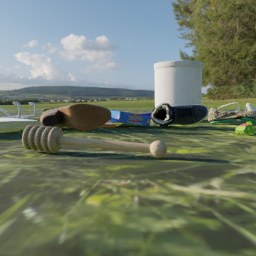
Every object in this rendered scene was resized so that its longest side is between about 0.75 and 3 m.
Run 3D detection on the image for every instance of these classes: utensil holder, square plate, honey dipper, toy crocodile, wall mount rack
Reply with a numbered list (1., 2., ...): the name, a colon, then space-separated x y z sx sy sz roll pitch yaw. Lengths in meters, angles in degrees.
1. utensil holder: 2.521 -1.797 14.193 2.453 2.886 2.453 1 5 0
2. square plate: -4.853 -0.072 8.916 2.758 0.396 2.784 4 7 33
3. honey dipper: -0.619 0.266 4.970 2.620 0.498 0.498 4 6 16
4. toy crocodile: 3.474 0.012 8.272 0.373 0.342 1.106 4 7 40
5. wall mount rack: -6.240 -0.901 14.239 2.558 1.098 2.945 0 4 7

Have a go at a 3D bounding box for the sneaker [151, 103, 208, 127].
1. sneaker: 1.942 -0.520 10.514 2.220 0.844 1.604 -9 -7 9

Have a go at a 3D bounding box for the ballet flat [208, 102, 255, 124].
1. ballet flat: 4.679 -0.627 11.818 2.483 0.935 0.842 2 -6 18

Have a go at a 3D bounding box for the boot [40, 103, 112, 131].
1. boot: -1.858 -0.447 9.988 2.570 0.903 1.879 -3 8 -2

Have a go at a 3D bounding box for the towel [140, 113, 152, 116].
1. towel: 0.986 -0.768 17.095 0.931 0.312 1.260 2 6 16

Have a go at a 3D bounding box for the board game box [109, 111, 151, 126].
1. board game box: -0.273 -0.411 11.278 1.493 0.442 1.963 7 0 -36

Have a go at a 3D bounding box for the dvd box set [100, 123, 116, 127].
1. dvd box set: -0.970 -0.119 10.879 0.938 0.138 0.686 0 5 -8
